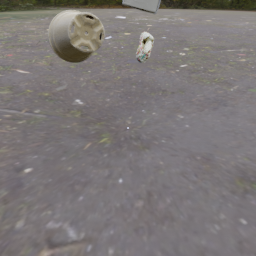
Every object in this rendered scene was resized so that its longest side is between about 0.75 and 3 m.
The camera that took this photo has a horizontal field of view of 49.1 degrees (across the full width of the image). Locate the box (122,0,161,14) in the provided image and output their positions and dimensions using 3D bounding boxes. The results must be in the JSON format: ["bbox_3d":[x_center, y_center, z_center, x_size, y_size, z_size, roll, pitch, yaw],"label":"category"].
[{"bbox_3d":[0.323,-2.674,5.188,0.618,0.755,1.591,14,29,-4],"label":"box"}]

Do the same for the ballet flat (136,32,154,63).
[{"bbox_3d":[0.773,-3.325,11.173,0.693,0.586,1.834,26,52,-21],"label":"ballet flat"}]

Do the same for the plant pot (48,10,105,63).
[{"bbox_3d":[-1.401,-2.710,8.194,1.586,1.586,1.452,-13,18,-23],"label":"plant pot"}]
